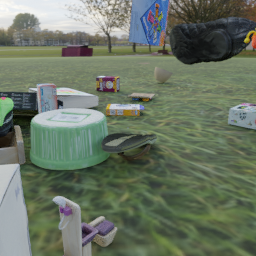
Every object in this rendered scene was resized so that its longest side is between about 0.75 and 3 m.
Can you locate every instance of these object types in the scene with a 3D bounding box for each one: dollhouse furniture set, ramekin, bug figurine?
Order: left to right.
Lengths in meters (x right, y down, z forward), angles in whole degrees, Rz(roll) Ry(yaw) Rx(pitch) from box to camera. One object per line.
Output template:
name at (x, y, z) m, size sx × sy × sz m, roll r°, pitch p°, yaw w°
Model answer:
dollhouse furniture set at (-3.091, -0.638, 5.341) m, size 1.814 × 2.730 × 2.393 m, roll -7°, pitch 19°, yaw -22°
ramekin at (-1.230, 0.149, 5.974) m, size 1.726 × 0.843 × 1.726 m, roll 0°, pitch 17°, yaw 0°
dollhouse furniture set at (-0.154, 1.122, 2.661) m, size 1.333 × 0.946 × 1.056 m, roll 14°, pitch 22°, yaw 37°
bug figurine at (2.089, -1.295, 3.022) m, size 1.511 × 0.389 × 1.172 m, roll -46°, pitch 26°, yaw -2°

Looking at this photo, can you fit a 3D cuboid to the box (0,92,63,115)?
box at (-3.358, -0.709, 8.440) m, size 2.268 × 0.494 × 1.817 m, roll 2°, pitch -2°, yaw 10°

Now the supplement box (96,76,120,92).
supplement box at (-0.975, -2.170, 13.749) m, size 1.071 × 0.701 × 0.553 m, roll 4°, pitch 18°, yaw 15°

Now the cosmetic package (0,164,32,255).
cosmetic package at (-2.136, 1.122, 2.145) m, size 2.484 × 1.284 × 1.084 m, roll -5°, pitch 19°, yaw -10°

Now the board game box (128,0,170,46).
board game box at (0.766, -4.205, 9.667) m, size 1.303 × 2.532 × 0.246 m, roll 12°, pitch 28°, yaw 12°

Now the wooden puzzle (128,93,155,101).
wooden puzzle at (0.576, -1.299, 11.774) m, size 0.942 × 0.236 × 1.018 m, roll 6°, pitch 13°, yaw 16°

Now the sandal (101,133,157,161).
sandal at (0.140, 0.400, 5.844) m, size 0.756 × 0.543 × 1.905 m, roll 5°, pitch 3°, yaw 27°

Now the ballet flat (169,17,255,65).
ballet flat at (1.535, -1.742, 5.686) m, size 0.730 × 0.854 × 2.571 m, roll -20°, pitch 22°, yaw -12°

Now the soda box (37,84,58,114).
soda box at (-2.027, -0.446, 7.085) m, size 0.421 × 1.323 × 0.453 m, roll -6°, pitch 17°, yaw -25°

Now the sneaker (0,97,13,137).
sneaker at (-3.289, -0.108, 6.672) m, size 0.951 × 1.039 × 2.479 m, roll -1°, pitch -3°, yaw -27°

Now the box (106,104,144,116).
box at (-0.087, -0.616, 9.501) m, size 1.258 × 0.261 × 0.749 m, roll 3°, pitch 17°, yaw 1°

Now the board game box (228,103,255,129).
board game box at (3.905, -0.300, 8.028) m, size 1.611 × 0.518 × 1.188 m, roll 16°, pitch 24°, yaw 40°

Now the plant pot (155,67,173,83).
plant pot at (1.988, -3.062, 16.413) m, size 1.069 × 0.717 × 1.069 m, roll 19°, pitch 11°, yaw -4°

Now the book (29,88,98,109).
book at (-2.561, -1.166, 10.852) m, size 1.807 × 0.650 × 2.705 m, roll -8°, pitch 17°, yaw -34°
